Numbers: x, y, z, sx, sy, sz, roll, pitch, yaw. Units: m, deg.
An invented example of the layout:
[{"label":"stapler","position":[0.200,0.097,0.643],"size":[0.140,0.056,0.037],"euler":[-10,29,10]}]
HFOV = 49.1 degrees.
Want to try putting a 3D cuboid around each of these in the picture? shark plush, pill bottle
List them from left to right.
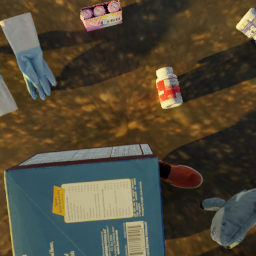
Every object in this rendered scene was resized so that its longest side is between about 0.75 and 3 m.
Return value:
[{"label":"pill bottle","position":[1.007,-1.005,6.991],"size":[0.529,0.529,0.943],"euler":[-12,82,-2]},{"label":"pill bottle","position":[3.353,-2.529,7.157],"size":[0.982,0.588,0.588],"euler":[40,84,6]},{"label":"shark plush","position":[2.926,1.861,6.230],"size":[2.610,1.087,1.186],"euler":[-16,76,-12]}]

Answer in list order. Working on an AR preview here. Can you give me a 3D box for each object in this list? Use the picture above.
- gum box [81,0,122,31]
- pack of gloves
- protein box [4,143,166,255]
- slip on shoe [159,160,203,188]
[{"label":"gum box","position":[-0.689,-2.877,7.204],"size":[1.032,0.585,0.341],"euler":[-15,83,-2]},{"label":"pack of gloves","position":[-3.014,-1.565,7.219],"size":[1.912,0.449,2.276],"euler":[-21,90,-9]},{"label":"protein box","position":[-0.706,1.816,5.713],"size":[2.671,1.802,2.652],"euler":[-5,95,0]},{"label":"slip on shoe","position":[1.065,1.101,6.722],"size":[1.480,0.453,0.548],"euler":[19,91,3]}]
